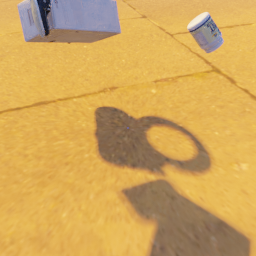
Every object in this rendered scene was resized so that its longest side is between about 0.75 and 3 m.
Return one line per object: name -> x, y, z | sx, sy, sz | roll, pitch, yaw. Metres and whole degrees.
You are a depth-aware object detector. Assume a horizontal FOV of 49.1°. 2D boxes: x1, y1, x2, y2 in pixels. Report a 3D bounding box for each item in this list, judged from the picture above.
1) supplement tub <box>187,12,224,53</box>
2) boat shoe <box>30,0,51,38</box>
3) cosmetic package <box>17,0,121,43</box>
supplement tub -> 2.056, -2.492, 7.380 | 0.643, 0.887, 0.643 | -36, 23, 18
boat shoe -> -1.510, -2.190, 4.838 | 0.359, 1.189, 0.449 | -19, 15, -27
cosmetic package -> -1.188, -2.348, 6.087 | 1.108, 0.797, 1.964 | -2, 10, 40
